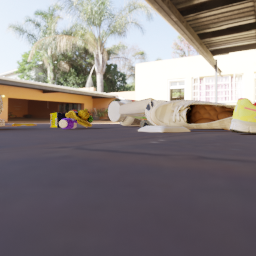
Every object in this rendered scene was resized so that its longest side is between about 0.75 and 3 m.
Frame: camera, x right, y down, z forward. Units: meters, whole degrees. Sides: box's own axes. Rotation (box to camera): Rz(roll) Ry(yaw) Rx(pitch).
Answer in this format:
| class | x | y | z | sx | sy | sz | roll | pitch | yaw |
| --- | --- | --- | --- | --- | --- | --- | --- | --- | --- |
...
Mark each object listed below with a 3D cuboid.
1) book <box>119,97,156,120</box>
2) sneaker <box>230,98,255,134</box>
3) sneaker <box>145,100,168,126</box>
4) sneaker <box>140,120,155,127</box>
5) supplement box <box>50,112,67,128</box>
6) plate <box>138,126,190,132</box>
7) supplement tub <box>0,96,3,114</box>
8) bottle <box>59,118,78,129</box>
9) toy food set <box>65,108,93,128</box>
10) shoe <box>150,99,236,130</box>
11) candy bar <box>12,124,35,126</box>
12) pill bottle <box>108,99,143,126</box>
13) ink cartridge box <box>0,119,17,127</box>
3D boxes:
| class | x | y | z | sx | sy | sz | roll | pitch | yaw |
| --- | --- | --- | --- | --- | --- | --- | --- | --- | --- |
| book | 1.279 | -0.584 | 12.335 | 2.852 | 0.685 | 1.906 | 13 | -10 | -40 |
| sneaker | 2.518 | -0.243 | 4.824 | 1.550 | 0.700 | 0.606 | 1 | -1 | -15 |
| sneaker | 1.798 | -0.425 | 8.989 | 2.298 | 0.917 | 1.495 | 0 | -2 | 42 |
| sneaker | 1.096 | -0.215 | 10.868 | 1.028 | 0.391 | 0.742 | 0 | 3 | 45 |
| supplement box | -2.611 | -0.309 | 10.896 | 0.571 | 0.575 | 1.049 | -1 | 1 | -31 |
| plate | 0.764 | 0.017 | 6.004 | 0.824 | 0.134 | 0.826 | -2 | 2 | -35 |
| supplement tub | -4.863 | -0.770 | 8.489 | 1.589 | 1.589 | 2.201 | 0 | 1 | -4 |
| bottle | -1.795 | -0.127 | 8.335 | 0.410 | 0.321 | 0.982 | 2 | 1 | 3 |
| toy food set | -1.578 | -0.430 | 9.373 | 0.922 | 0.512 | 1.567 | 24 | -7 | -12 |
| shoe | 1.584 | -0.346 | 6.421 | 2.210 | 0.773 | 0.590 | 3 | -16 | 14 |
| candy bar | -5.484 | -0.169 | 14.802 | 1.285 | 0.142 | 0.320 | -1 | 1 | -38 |
| pill bottle | 0.233 | -0.754 | 13.885 | 2.385 | 1.320 | 1.320 | 1 | 0 | -42 |
| ink cartridge box | -6.172 | -0.227 | 12.824 | 1.553 | 0.347 | 1.368 | 1 | 2 | 28 |
